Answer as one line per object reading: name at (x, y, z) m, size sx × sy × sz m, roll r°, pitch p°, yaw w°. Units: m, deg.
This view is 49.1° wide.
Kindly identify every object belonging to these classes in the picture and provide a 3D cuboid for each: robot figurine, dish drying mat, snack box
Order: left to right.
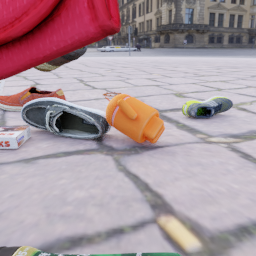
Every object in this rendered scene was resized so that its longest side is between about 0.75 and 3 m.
dish drying mat at (-1.142, -0.512, 1.369) m, size 2.329 × 0.894 × 0.212 m, roll -11°, pitch -11°, yaw 24°
snack box at (-3.386, 0.189, 5.985) m, size 2.353 × 0.286 × 0.846 m, roll 0°, pitch 17°, yaw 0°
robot figurine at (0.101, -0.230, 6.070) m, size 1.417 × 0.826 × 1.019 m, roll 30°, pitch 26°, yaw 22°

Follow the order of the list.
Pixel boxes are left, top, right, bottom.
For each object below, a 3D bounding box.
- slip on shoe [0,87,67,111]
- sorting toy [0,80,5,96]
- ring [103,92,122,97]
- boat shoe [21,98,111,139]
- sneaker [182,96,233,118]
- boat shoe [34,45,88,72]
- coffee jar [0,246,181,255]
slip on shoe at (-3.143, -0.958, 9.008) m, size 2.485 × 0.760 × 0.920 m, roll 2°, pitch 18°, yaw 12°
sorting toy at (-4.521, -1.286, 9.755) m, size 0.507 × 0.855 × 0.949 m, roll 22°, pitch 0°, yaw -38°
ring at (-0.640, -1.427, 11.731) m, size 0.837 × 0.080 × 0.837 m, roll 0°, pitch 17°, yaw 0°
boat shoe at (-1.530, -0.232, 6.448) m, size 2.274 × 0.820 × 0.806 m, roll 6°, pitch 14°, yaw 12°
sneaker at (2.388, -0.533, 8.118) m, size 1.555 × 0.575 × 0.630 m, roll -12°, pitch 26°, yaw -13°
boat shoe at (-1.291, -1.900, 3.153) m, size 0.870 × 2.648 × 0.946 m, roll -7°, pitch 36°, yaw 32°
coffee jar at (-0.353, 1.234, 1.892) m, size 1.525 × 0.650 × 0.795 m, roll 1°, pitch 16°, yaw 3°
